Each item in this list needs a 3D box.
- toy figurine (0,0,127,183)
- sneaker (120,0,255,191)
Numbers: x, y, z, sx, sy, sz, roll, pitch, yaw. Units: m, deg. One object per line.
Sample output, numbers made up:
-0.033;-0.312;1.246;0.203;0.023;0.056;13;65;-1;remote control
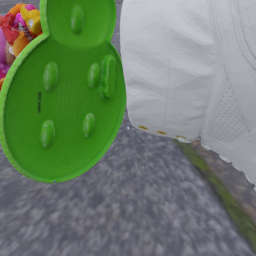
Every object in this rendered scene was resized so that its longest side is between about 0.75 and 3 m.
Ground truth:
-1.335;-0.787;3.582;2.152;2.338;1.755;21;23;34;toy figurine
0.818;-0.019;2.007;1.382;2.392;0.881;7;52;35;sneaker
